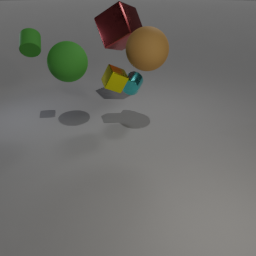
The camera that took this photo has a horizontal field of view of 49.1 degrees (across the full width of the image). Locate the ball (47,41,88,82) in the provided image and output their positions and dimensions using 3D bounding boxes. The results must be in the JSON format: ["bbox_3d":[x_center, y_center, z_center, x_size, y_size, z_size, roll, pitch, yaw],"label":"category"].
[{"bbox_3d":[-2.106,-2.311,9.788,1.400,1.400,1.400,0,28,0],"label":"ball"}]

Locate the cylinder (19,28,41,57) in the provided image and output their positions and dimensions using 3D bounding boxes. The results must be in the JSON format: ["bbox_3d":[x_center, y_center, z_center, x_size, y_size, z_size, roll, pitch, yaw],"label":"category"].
[{"bbox_3d":[-3.332,-2.903,9.543,0.700,0.700,0.700,-5,61,-10],"label":"cylinder"}]

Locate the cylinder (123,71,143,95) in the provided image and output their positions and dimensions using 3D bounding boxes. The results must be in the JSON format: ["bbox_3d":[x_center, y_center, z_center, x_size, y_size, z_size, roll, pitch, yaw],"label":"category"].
[{"bbox_3d":[0.176,-1.773,11.096,0.700,0.700,0.700,10,42,17],"label":"cylinder"}]

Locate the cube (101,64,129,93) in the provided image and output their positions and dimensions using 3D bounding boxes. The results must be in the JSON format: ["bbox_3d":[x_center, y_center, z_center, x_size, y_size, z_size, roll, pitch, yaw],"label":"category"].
[{"bbox_3d":[-0.495,-1.835,10.441,0.700,0.700,0.700,15,31,-29],"label":"cube"}]

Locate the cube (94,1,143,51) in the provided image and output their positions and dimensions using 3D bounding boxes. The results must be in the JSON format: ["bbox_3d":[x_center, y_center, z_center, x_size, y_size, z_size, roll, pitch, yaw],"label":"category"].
[{"bbox_3d":[-0.321,-4.287,11.962,1.400,1.400,1.400,-20,-1,32],"label":"cube"}]

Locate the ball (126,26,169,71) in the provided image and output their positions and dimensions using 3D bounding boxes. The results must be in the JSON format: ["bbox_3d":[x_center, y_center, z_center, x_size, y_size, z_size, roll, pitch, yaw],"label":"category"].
[{"bbox_3d":[0.622,-2.548,9.052,1.400,1.400,1.400,0,28,0],"label":"ball"}]
